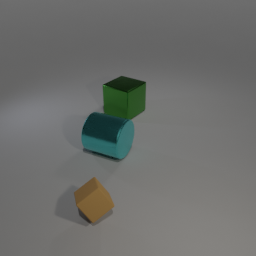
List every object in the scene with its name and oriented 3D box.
[{"bbox_3d":[-0.147,-1.359,12.528,1.400,1.400,1.400,20,36,31],"label":"cube"},{"bbox_3d":[-0.879,1.832,7.199,0.700,0.700,0.700,-38,21,-4],"label":"cube"},{"bbox_3d":[-0.679,0.241,9.788,1.400,1.400,1.400,14,33,22],"label":"cylinder"}]
